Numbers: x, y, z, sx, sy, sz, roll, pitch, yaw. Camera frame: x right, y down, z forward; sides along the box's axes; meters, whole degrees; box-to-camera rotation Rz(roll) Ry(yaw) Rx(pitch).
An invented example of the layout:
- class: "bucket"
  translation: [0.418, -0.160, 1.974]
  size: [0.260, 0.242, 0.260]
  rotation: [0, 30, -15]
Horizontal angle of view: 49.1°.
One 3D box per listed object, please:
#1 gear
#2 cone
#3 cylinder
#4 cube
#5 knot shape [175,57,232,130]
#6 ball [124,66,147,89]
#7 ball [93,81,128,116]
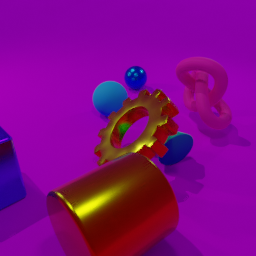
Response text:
- class: "gear"
  translation: [0.126, 0.071, 5.743]
  size: [1.949, 0.360, 1.949]
  rotation: [-32, 36, 26]
- class: "cone"
  translation: [0.830, 0.216, 6.128]
  size: [0.850, 0.850, 0.854]
  rotation: [-14, 42, -21]
- class: "cylinder"
  translation: [-0.231, 1.243, 4.050]
  size: [1.398, 1.398, 1.398]
  rotation: [-24, 39, -32]
- class: "cube"
  translation: [-2.844, 0.694, 4.981]
  size: [1.368, 1.368, 1.368]
  rotation: [-25, 40, -35]
- class: "knot shape"
  translation: [1.885, -0.982, 7.196]
  size: [0.918, 1.986, 1.858]
  rotation: [-27, 19, 2]
- class: "ball"
  translation: [0.258, -1.699, 9.437]
  size: [0.783, 0.783, 0.783]
  rotation: [0, 32, 0]
- class: "ball"
  translation: [-0.489, -0.811, 7.828]
  size: [0.989, 0.989, 0.989]
  rotation: [0, 32, 0]
